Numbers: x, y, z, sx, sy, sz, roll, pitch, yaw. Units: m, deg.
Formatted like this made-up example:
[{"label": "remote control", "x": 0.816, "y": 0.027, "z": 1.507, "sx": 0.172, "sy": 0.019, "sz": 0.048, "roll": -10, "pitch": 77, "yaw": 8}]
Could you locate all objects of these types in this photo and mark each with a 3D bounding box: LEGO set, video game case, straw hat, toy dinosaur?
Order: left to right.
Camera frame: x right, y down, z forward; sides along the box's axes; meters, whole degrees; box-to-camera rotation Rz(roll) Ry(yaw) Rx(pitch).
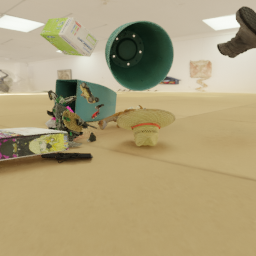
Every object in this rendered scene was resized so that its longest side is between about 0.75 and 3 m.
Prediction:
[{"label": "video game case", "x": -3.144, "y": 0.359, "z": 6.776, "sx": 2.516, "sy": 0.497, "sz": 2.775, "roll": -7, "pitch": 6, "yaw": -36}, {"label": "LEGO set", "x": -1.692, "y": -0.284, "z": 8.570, "sx": 0.831, "sy": 1.904, "sz": 2.932, "roll": -30, "pitch": 1, "yaw": 27}, {"label": "toy dinosaur", "x": 0.025, "y": -0.516, "z": 11.534, "sx": 1.502, "sy": 0.854, "sz": 2.828, "roll": 2, "pitch": 9, "yaw": 43}, {"label": "straw hat", "x": 0.509, "y": 0.143, "z": 7.875, "sx": 1.793, "sy": 0.759, "sz": 1.793, "roll": -1, "pitch": -19, "yaw": 0}]

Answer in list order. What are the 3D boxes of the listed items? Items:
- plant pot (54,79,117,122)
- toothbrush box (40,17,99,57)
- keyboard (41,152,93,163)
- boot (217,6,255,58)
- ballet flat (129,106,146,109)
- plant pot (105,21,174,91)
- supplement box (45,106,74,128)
[{"label": "plant pot", "x": -1.910, "y": -1.249, "z": 13.528, "sx": 2.631, "sy": 1.859, "sz": 1.858, "roll": 1, "pitch": 6, "yaw": -44}, {"label": "toothbrush box", "x": -2.158, "y": -3.301, "z": 10.226, "sx": 1.765, "sy": 0.760, "sz": 1.285, "roll": 21, "pitch": -10, "yaw": 45}, {"label": "keyboard", "x": -1.441, "y": 0.713, "z": 6.519, "sx": 1.193, "sy": 0.236, "sz": 0.621, "roll": -1, "pitch": -14, "yaw": 2}, {"label": "boot", "x": 3.611, "y": -2.926, "z": 9.185, "sx": 1.569, "sy": 0.832, "sz": 2.384, "roll": -18, "pitch": -22, "yaw": 40}, {"label": "ballet flat", "x": 0.366, "y": -0.966, "z": 15.463, "sx": 1.407, "sy": 0.522, "sz": 0.522, "roll": 2, "pitch": 10, "yaw": 15}, {"label": "plant pot", "x": 0.226, "y": -3.039, "z": 11.347, "sx": 2.605, "sy": 2.605, "sz": 2.090, "roll": -3, "pitch": 25, "yaw": -17}, {"label": "supplement box", "x": -2.141, "y": -0.197, "z": 9.356, "sx": 0.713, "sy": 0.728, "sz": 1.408, "roll": -37, "pitch": 9, "yaw": 3}]
